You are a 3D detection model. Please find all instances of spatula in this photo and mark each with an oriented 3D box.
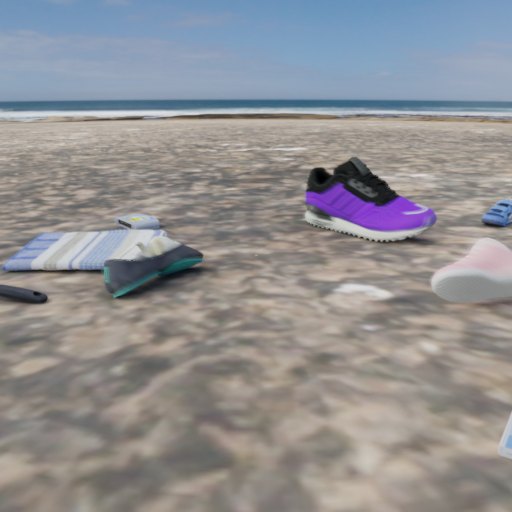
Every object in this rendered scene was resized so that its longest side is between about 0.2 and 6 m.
[{"bbox_3d":[-4.331,0.515,8.490,2.513,0.258,0.710,4,19,11],"label":"spatula"}]

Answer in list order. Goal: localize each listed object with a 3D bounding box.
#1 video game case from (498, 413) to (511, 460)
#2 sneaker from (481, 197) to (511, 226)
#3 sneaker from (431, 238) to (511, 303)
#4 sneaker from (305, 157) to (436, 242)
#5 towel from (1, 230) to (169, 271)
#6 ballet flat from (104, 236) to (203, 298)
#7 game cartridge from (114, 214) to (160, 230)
[{"bbox_3d":[2.898,1.638,5.089,1.096,0.133,1.204,11,20,32],"label":"video game case"},{"bbox_3d":[5.692,-1.034,12.898,1.441,0.593,0.533,-15,25,-36],"label":"sneaker"},{"bbox_3d":[3.090,0.177,7.989,1.566,0.589,0.819,-2,44,-15],"label":"sneaker"},{"bbox_3d":[2.256,-1.289,11.853,3.117,1.550,1.084,14,28,40],"label":"sneaker"},{"bbox_3d":[-3.029,-0.079,10.343,2.580,0.307,1.895,-1,19,2],"label":"towel"},{"bbox_3d":[-1.650,0.047,9.060,0.737,0.737,2.017,12,22,34],"label":"ballet flat"},{"bbox_3d":[-2.666,-0.761,12.704,0.704,0.214,1.056,-9,19,-39],"label":"game cartridge"}]
